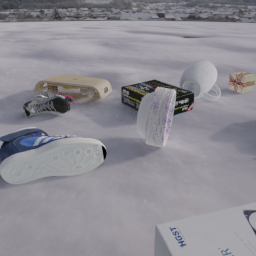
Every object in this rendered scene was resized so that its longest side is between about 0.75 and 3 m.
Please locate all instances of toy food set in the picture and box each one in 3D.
[{"bbox_3d":[-2.091,-1.541,11.115,2.644,0.799,1.897,8,19,8],"label":"toy food set"}]

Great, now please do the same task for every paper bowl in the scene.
[{"bbox_3d":[0.727,-0.306,7.344,0.799,1.537,1.537,11,27,14],"label":"paper bowl"}]

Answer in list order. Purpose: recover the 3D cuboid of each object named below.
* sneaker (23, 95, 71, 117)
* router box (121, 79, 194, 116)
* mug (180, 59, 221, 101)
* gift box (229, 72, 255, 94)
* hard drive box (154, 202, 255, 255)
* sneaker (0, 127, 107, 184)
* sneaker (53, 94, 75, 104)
[{"bbox_3d":[-2.803,-0.626,9.252,1.798,0.675,1.039,6,29,36],"label":"sneaker"},{"bbox_3d":[1.013,-1.072,10.015,1.625,0.674,2.169,-17,29,-32],"label":"router box"},{"bbox_3d":[2.858,-1.699,10.930,1.703,1.257,1.493,37,44,6],"label":"mug"},{"bbox_3d":[4.737,-1.979,11.739,0.829,0.888,0.819,-15,24,-26],"label":"gift box"},{"bbox_3d":[1.652,1.899,3.576,2.195,0.843,1.711,-8,26,-16],"label":"hard drive box"},{"bbox_3d":[-1.817,0.372,6.653,2.342,0.944,1.715,-12,32,-13],"label":"sneaker"},{"bbox_3d":[-2.391,-1.079,10.525,0.821,0.324,0.392,11,-4,1],"label":"sneaker"}]
